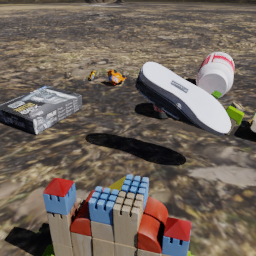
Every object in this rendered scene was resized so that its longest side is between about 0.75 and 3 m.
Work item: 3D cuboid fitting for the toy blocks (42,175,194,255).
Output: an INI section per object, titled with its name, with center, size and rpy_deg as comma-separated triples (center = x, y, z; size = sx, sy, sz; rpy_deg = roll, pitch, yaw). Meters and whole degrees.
[toy blocks]
center = -0.116, 1.609, 4.468
size = 2.832, 1.936, 1.415
rpy_deg = 8, 31, 13

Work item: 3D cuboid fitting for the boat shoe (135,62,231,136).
[boat shoe]
center = 1.295, -0.578, 6.986
size = 2.584, 0.876, 0.927
rpy_deg = 33, 54, 3

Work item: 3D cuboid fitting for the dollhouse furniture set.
[dollhouse furniture set]
center = 3.665, -0.142, 9.139
size = 2.578, 0.995, 1.289
rpy_deg = 33, 32, 15

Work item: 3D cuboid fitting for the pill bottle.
[pill bottle]
center = 3.614, -2.152, 11.606
size = 1.438, 1.438, 2.562
rpy_deg = 10, 32, 18

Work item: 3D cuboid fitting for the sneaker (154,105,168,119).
[sneaker]
center = 1.733, -1.368, 10.345
size = 0.812, 1.304, 2.433
rpy_deg = 18, 34, 29

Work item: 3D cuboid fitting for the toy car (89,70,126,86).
[toy car]
center = -0.990, -2.236, 12.961
size = 1.794, 0.880, 0.597
rpy_deg = 4, 70, 40

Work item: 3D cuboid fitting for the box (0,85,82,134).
[box]
center = -3.084, -0.735, 9.949
size = 1.850, 0.584, 2.345
rpy_deg = 18, 34, 27
